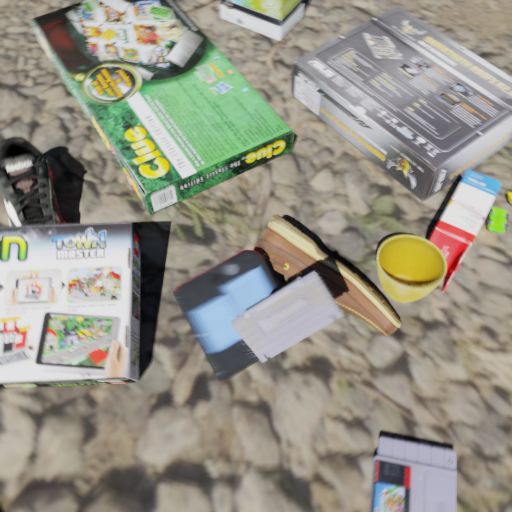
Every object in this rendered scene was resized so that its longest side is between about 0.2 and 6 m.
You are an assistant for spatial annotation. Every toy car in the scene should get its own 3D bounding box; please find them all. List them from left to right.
[{"bbox_3d":[4.047,-0.790,9.396,1.219,0.272,1.147,16,58,11],"label":"toy car"}]

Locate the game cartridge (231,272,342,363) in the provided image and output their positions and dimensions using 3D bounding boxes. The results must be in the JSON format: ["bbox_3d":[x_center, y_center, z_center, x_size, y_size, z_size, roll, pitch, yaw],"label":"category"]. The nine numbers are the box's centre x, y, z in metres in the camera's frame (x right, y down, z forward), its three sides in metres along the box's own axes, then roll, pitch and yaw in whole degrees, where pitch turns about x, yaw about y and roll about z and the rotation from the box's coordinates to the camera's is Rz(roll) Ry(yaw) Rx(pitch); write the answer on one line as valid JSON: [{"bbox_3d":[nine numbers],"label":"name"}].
[{"bbox_3d":[0.319,0.637,5.842,1.018,0.660,0.195,-31,29,6],"label":"game cartridge"}]

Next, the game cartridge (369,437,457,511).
[{"bbox_3d":[1.909,3.095,6.831,1.028,0.304,1.586,11,57,2],"label":"game cartridge"}]

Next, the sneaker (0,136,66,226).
[{"bbox_3d":[-3.604,-0.904,8.896,0.872,1.205,2.468,-17,63,-14],"label":"sneaker"}]

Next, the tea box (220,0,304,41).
[{"bbox_3d":[0.120,-5.713,11.880,1.573,1.548,1.051,27,61,17],"label":"tea box"}]

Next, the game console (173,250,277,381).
[{"bbox_3d":[-0.263,0.799,7.800,1.335,0.234,1.510,-30,102,-20],"label":"game console"}]

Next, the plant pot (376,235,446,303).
[{"bbox_3d":[2.107,0.274,7.872,0.938,0.666,0.938,1,51,-1],"label":"plant pot"}]

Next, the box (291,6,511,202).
[{"bbox_3d":[2.857,-3.005,10.487,2.846,0.869,3.594,-34,63,-20],"label":"box"}]

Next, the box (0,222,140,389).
[{"bbox_3d":[-3.677,0.716,7.788,4.020,0.698,2.212,-1,73,-1],"label":"box"}]

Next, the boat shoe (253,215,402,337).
[{"bbox_3d":[1.011,0.410,8.351,2.484,0.894,0.839,39,97,14],"label":"boat shoe"}]

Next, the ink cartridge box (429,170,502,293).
[{"bbox_3d":[3.100,-0.378,8.680,0.575,0.994,1.711,28,61,17],"label":"ink cartridge box"}]

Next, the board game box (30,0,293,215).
[{"bbox_3d":[-2.025,-3.425,10.944,2.948,0.660,5.626,-25,60,-18],"label":"board game box"}]
